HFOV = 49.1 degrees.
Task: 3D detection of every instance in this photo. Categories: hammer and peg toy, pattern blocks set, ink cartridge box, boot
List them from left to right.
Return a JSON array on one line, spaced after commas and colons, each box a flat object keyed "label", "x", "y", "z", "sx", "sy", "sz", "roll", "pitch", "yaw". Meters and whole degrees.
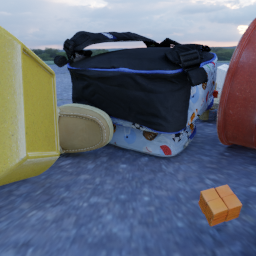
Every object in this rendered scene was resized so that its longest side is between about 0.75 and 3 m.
[{"label": "boot", "x": -1.738, "y": 0.227, "z": 4.532, "sx": 2.637, "sy": 0.960, "sz": 2.050, "roll": 3, "pitch": 16, "yaw": 15}, {"label": "hammer and peg toy", "x": 2.613, "y": -0.831, "z": 8.143, "sx": 2.646, "sy": 0.933, "sz": 1.946, "roll": 8, "pitch": 18, "yaw": 23}, {"label": "ink cartridge box", "x": 3.978, "y": -1.588, "z": 10.232, "sx": 1.653, "sy": 0.934, "sz": 2.256, "roll": 25, "pitch": 23, "yaw": 17}, {"label": "pattern blocks set", "x": 1.830, "y": 0.968, "z": 2.260, "sx": 2.522, "sy": 0.233, "sz": 2.870, "roll": 11, "pitch": 18, "yaw": 18}]

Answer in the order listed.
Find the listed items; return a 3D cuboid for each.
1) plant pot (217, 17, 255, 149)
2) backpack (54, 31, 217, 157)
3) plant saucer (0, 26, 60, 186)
[{"label": "plant pot", "x": 3.261, "y": -0.489, "z": 4.760, "sx": 2.503, "sy": 2.573, "sz": 2.573, "roll": 22, "pitch": 26, "yaw": 35}, {"label": "backpack", "x": 0.539, "y": -0.845, "z": 5.879, "sx": 2.974, "sy": 2.291, "sz": 2.833, "roll": 17, "pitch": 34, "yaw": 30}, {"label": "plant saucer", "x": -1.270, "y": -0.236, "z": 3.539, "sx": 0.436, "sy": 1.799, "sz": 1.800, "roll": -4, "pitch": -4, "yaw": 2}]
